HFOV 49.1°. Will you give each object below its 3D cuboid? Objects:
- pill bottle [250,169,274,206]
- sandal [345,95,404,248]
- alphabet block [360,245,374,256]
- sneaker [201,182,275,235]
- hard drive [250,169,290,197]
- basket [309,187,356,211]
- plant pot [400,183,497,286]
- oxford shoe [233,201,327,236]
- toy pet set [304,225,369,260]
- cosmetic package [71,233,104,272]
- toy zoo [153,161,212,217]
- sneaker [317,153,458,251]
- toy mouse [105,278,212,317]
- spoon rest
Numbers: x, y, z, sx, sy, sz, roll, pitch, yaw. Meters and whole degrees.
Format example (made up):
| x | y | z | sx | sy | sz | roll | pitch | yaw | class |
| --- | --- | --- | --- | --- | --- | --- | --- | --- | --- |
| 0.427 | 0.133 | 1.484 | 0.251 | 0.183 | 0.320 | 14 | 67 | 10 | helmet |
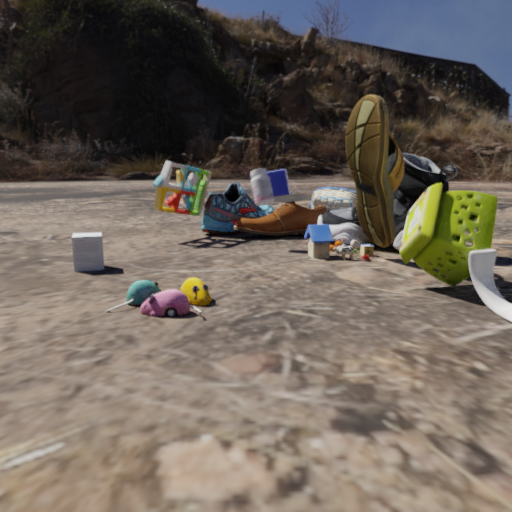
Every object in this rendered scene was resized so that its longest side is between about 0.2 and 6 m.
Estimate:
| x | y | z | sx | sy | sz | roll | pitch | yaw | class |
| --- | --- | --- | --- | --- | --- | --- | --- | --- | --- |
| 0.122 | -1.549 | 12.613 | 0.431 | 0.760 | 0.431 | -12 | -8 | -2 | pill bottle |
| 2.396 | -1.611 | 10.703 | 0.824 | 3.051 | 1.225 | -22 | 29 | -14 | sandal |
| 2.321 | -0.110 | 11.740 | 0.222 | 0.226 | 0.221 | -2 | 11 | -10 | alphabet block |
| -0.339 | -1.368 | 15.574 | 1.127 | 1.358 | 2.843 | 9 | 14 | 34 | sneaker |
| 0.365 | -1.875 | 14.748 | 1.020 | 0.673 | 0.129 | -6 | 11 | 27 | hard drive |
| 2.181 | -1.332 | 15.710 | 1.518 | 1.198 | 1.722 | 7 | 21 | 17 | basket |
| 2.920 | -0.365 | 8.692 | 1.063 | 1.166 | 1.172 | 20 | -25 | 0 | plant pot |
| 0.649 | -0.960 | 14.530 | 2.584 | 0.921 | 0.921 | -4 | 10 | -18 | oxford shoe |
| 1.638 | -0.336 | 11.728 | 1.188 | 0.675 | 1.272 | -2 | 10 | -10 | toy pet set |
| -3.095 | -0.076 | 10.323 | 0.541 | 0.646 | 0.538 | -3 | 10 | -15 | cosmetic package |
| -1.892 | -1.657 | 13.934 | 0.190 | 1.219 | 1.858 | 21 | 11 | 33 | toy zoo |
| 2.910 | -1.238 | 12.491 | 1.387 | 2.091 | 3.675 | -1 | 9 | -39 | sneaker |
| -1.328 | 0.546 | 7.720 | 1.489 | 0.324 | 1.676 | -4 | 11 | -21 | toy mouse |
| 3.483 | 0.613 | 6.974 | 1.097 | 0.669 | 2.207 | -4 | 24 | -17 | spoon rest |
